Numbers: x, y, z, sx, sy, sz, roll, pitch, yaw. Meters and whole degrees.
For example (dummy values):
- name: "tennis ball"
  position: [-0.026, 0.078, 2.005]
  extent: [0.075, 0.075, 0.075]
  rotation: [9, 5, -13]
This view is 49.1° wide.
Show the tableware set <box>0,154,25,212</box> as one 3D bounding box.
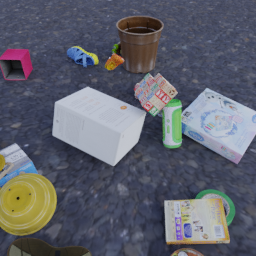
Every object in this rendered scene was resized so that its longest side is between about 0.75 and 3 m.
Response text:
- name: "tableware set"
  position: [-3.932, 1.649, 8.484]
  extent: [2.083, 0.320, 1.403]
  rotation: [34, 70, 11]

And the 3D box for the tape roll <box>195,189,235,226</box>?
- name: "tape roll"
  position: [2.506, 2.353, 8.186]
  extent: [1.152, 0.277, 1.152]
  rotation: [0, 42, 0]

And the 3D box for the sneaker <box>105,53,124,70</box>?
- name: "sneaker"
  position: [-0.598, -2.811, 12.190]
  extent: [0.593, 1.626, 0.627]
  rotation: [30, 83, -13]

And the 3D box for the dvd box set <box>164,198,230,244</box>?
- name: "dvd box set"
  position: [1.838, 2.543, 7.687]
  extent: [1.634, 0.240, 1.195]
  rotation: [-6, 49, 9]

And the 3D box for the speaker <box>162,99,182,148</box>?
- name: "speaker"
  position: [1.552, -0.154, 9.880]
  extent: [0.724, 1.636, 0.724]
  rotation: [-4, 18, 1]

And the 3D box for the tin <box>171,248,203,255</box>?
- name: "tin"
  position: [1.604, 3.796, 6.523]
  extent: [1.077, 0.403, 1.923]
  rotation: [-9, 43, -16]

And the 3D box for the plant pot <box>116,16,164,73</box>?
- name: "plant pot"
  position: [0.546, -4.072, 13.912]
  extent: [2.230, 2.208, 2.230]
  rotation: [0, 42, 0]

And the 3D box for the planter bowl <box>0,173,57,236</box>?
- name: "planter bowl"
  position: [-2.948, 2.009, 7.766]
  extent: [1.771, 0.738, 1.771]
  rotation: [0, 64, -1]

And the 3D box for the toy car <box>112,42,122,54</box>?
- name: "toy car"
  position: [-0.225, -4.152, 15.308]
  extent: [0.837, 0.804, 1.019]
  rotation: [-32, 80, -26]

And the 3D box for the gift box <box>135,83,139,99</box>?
- name: "gift box"
  position: [0.673, -1.620, 12.347]
  extent: [0.708, 0.700, 0.758]
  rotation: [-26, 43, -38]

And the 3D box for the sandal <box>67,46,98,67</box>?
- name: "sandal"
  position: [-2.505, -3.680, 14.612]
  extent: [1.894, 0.753, 0.825]
  rotation: [24, 51, 26]

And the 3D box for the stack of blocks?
- name: "stack of blocks"
  position: [0.905, -1.311, 9.817]
  extent: [1.109, 0.564, 1.926]
  rotation: [-46, 23, 13]

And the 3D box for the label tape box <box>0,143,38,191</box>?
- name: "label tape box"
  position: [-3.735, 1.399, 9.039]
  extent: [1.273, 0.559, 1.765]
  rotation: [-32, 50, -30]

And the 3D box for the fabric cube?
- name: "fabric cube"
  position: [-5.432, -3.095, 13.648]
  extent: [1.097, 1.118, 1.114]
  rotation: [1, 40, 2]

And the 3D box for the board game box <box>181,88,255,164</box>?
- name: "board game box"
  position: [3.527, -0.217, 10.678]
  extent: [2.588, 0.564, 2.601]
  rotation: [31, 50, 23]

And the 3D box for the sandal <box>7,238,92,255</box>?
- name: "sandal"
  position: [-1.942, 3.282, 7.012]
  extent: [2.071, 0.565, 0.846]
  rotation: [8, 47, -13]

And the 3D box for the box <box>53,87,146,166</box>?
- name: "box"
  position: [-0.989, -0.156, 9.708]
  extent: [2.527, 1.344, 1.924]
  rotation: [25, 32, 17]

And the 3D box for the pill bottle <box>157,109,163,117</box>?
- name: "pill bottle"
  position: [1.451, -0.940, 11.381]
  extent: [0.518, 0.911, 0.518]
  rotation: [0, 42, 0]
